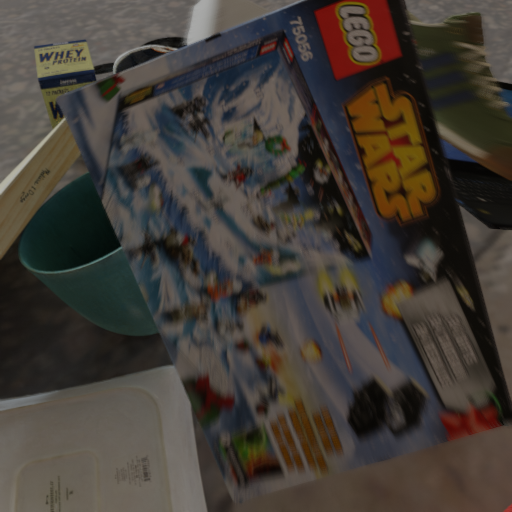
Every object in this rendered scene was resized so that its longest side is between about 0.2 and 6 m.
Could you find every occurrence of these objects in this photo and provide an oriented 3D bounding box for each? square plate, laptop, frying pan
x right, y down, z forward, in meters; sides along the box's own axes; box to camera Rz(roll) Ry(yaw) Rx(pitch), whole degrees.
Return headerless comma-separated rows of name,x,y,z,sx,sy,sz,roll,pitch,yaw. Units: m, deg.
square plate,-2.004,2.521,5.799,2.926,0.420,2.953,-10,46,-9
laptop,3.208,-1.327,6.987,2.060,1.201,2.325,2,31,-21
frying pan,-2.274,-4.211,12.412,1.602,0.431,2.648,29,54,26

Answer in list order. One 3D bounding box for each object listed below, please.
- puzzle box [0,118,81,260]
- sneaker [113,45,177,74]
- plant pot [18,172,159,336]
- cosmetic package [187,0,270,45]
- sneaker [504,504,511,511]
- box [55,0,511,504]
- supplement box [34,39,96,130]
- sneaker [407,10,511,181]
puzzle box,-3.609,-0.324,7.486,2.486,0.475,3.736,-26,32,37
sneaker,-1.758,-3.820,11.658,2.377,0.932,0.944,-7,41,-9
plant pot,-1.613,0.014,7.164,2.090,1.677,2.090,-15,41,13
cosmetic package,-0.028,-2.872,7.859,1.760,0.747,0.947,11,81,-33
sneaker,3.813,2.768,4.913,3.526,1.381,2.037,-16,46,-13
box,0.346,0.029,4.315,2.371,3.463,0.691,-18,15,7
supplement box,-3.447,-3.026,10.512,0.972,1.447,1.448,-14,47,-13
sneaker,1.951,-1.861,5.615,2.509,1.126,0.841,40,27,15
